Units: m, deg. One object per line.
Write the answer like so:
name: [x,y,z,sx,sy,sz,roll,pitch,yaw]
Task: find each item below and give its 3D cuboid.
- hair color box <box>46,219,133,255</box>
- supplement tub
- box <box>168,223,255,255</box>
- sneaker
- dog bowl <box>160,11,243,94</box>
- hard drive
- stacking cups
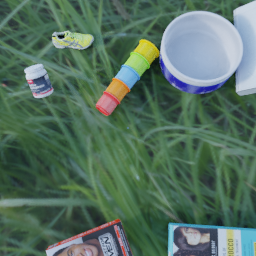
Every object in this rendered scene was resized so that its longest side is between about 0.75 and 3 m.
hair color box: [-0.933,3.085,6.968,1.912,0.586,0.971,-19,81,-10]
supplement tub: [-2.592,-1.361,8.154,0.600,0.600,0.855,-18,118,-5]
box: [2.443,3.124,7.169,2.762,0.679,1.136,3,74,1]
sneaker: [-1.762,-2.819,8.927,1.319,0.504,0.497,-5,73,-2]
dog bowl: [2.164,-2.280,8.549,2.370,0.934,2.370,0,75,0]
hard drive: [4.186,-2.576,8.335,1.943,0.387,2.946,-10,68,41]
stacking cups: [-0.053,-1.485,8.527,0.762,0.762,2.518,35,82,9]
